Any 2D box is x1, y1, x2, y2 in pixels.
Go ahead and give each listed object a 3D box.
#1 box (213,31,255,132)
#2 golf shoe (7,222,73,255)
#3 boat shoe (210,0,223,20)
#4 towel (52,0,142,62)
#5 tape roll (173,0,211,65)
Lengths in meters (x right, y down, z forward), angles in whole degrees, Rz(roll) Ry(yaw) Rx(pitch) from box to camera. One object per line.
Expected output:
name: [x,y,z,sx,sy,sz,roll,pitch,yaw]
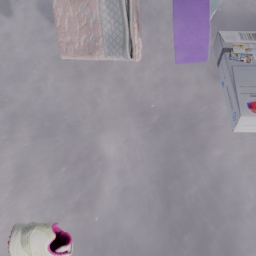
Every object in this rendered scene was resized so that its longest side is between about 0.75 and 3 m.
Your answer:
box: [2.774,-0.978,5.390,1.846,0.487,2.367,1,52,1]
golf shoe: [-1.035,1.855,4.001,0.709,1.548,0.583,-17,40,7]
boat shoe: [1.610,-2.422,5.688,0.355,1.004,0.456,21,35,-2]
towel: [-0.793,-2.748,5.703,0.441,2.736,2.613,-20,26,-41]
tape roll: [1.100,-1.833,4.955,0.581,1.367,1.367,-2,62,12]
